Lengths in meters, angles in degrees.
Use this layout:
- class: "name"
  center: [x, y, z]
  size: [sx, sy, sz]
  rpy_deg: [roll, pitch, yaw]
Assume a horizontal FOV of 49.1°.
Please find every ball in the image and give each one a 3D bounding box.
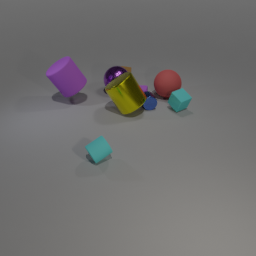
- class: "ball"
  center: [-0.581, -2.542, 14.696]
  size: [1.400, 1.400, 1.400]
  rpy_deg: [0, 30, 0]
- class: "ball"
  center: [2.011, -2.255, 14.227]
  size: [1.400, 1.400, 1.400]
  rpy_deg: [0, 30, 0]

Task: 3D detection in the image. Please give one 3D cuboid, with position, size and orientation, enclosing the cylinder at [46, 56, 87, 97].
- class: "cylinder"
  center: [-2.912, -2.422, 13.310]
  size: [1.400, 1.400, 1.400]
  rpy_deg: [-24, 35, 18]

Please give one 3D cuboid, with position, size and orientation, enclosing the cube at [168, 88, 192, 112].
- class: "cube"
  center: [2.390, -1.292, 12.972]
  size: [0.700, 0.700, 0.700]
  rpy_deg: [-23, 61, -28]

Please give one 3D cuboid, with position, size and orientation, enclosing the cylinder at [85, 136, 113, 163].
- class: "cylinder"
  center: [-0.998, 0.731, 9.573]
  size: [0.700, 0.700, 0.700]
  rpy_deg: [-35, 39, -10]

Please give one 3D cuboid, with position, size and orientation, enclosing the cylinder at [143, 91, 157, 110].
- class: "cylinder"
  center: [0.968, -1.300, 13.320]
  size: [0.700, 0.700, 0.700]
  rpy_deg: [-5, 30, -9]

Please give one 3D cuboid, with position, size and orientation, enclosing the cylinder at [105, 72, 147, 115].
- class: "cylinder"
  center: [-0.090, -1.561, 12.592]
  size: [1.400, 1.400, 1.400]
  rpy_deg: [-29, 23, 14]

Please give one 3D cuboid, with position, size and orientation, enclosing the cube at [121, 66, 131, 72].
- class: "cube"
  center: [-0.286, -3.168, 16.221]
  size: [0.700, 0.700, 0.700]
  rpy_deg: [-2, 5, -37]

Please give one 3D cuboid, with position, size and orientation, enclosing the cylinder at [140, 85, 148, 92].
- class: "cylinder"
  center: [0.616, -1.822, 14.221]
  size: [0.700, 0.700, 0.700]
  rpy_deg: [5, 30, 9]
